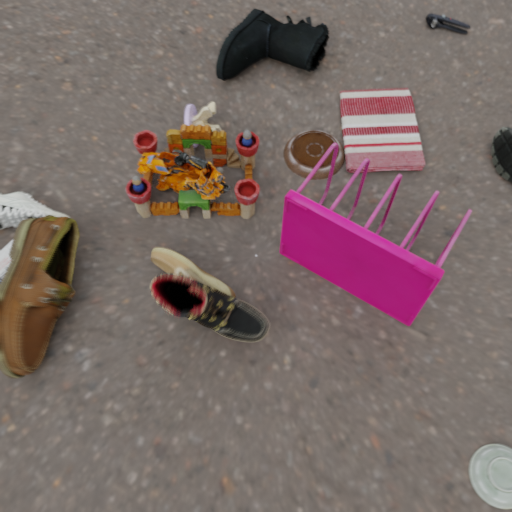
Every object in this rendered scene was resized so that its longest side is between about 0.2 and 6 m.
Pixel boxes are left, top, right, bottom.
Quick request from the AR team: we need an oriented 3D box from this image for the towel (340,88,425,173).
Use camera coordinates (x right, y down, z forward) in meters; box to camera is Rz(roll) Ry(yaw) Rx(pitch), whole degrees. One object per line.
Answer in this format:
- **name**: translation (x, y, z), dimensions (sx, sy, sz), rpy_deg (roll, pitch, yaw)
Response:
- **towel**: translation (2.838, -2.900, 12.873), dimensions (1.720, 0.272, 2.388), rpy_deg (-1, 60, 2)

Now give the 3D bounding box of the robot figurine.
- **robot figurine**: translation (-1.451, -1.611, 11.394), dimensions (1.910, 1.385, 0.556), rpy_deg (14, 72, 36)

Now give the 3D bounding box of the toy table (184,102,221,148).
- **toy table**: translation (-1.202, -2.964, 12.584), dimensions (0.620, 0.973, 1.058), rpy_deg (-8, 78, 14)

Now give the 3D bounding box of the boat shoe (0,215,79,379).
- **boat shoe**: translation (-3.954, 0.646, 10.236), dimensions (1.053, 1.114, 3.098), rpy_deg (-6, 70, 13)

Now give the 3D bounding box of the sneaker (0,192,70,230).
- **sneaker**: translation (-4.731, -0.929, 11.582), dimensions (2.018, 0.758, 0.818), rpy_deg (11, 54, 5)

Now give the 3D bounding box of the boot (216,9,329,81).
- **boot**: translation (0.460, -4.958, 13.599), dimensions (2.107, 0.952, 2.572), rpy_deg (23, 60, 12)

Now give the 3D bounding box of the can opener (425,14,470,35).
- **can opener**: translation (4.948, -6.012, 14.467), dimensions (1.167, 0.370, 0.459), rpy_deg (19, 63, 11)

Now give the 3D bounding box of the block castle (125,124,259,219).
- **block castle**: translation (-1.256, -1.785, 11.698), dimensions (2.671, 1.253, 1.785), rpy_deg (1, 61, 1)

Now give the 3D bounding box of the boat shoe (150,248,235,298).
- **boat shoe**: translation (-1.339, 0.486, 10.803), dimensions (1.919, 0.684, 0.619), rpy_deg (30, 70, 17)

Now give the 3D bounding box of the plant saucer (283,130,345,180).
- **plant saucer**: translation (1.313, -2.330, 12.585), dimensions (1.399, 0.224, 1.399), rpy_deg (0, 62, 1)

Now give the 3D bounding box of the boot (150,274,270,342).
- **boot**: translation (-0.799, 0.891, 9.609), dimensions (2.037, 1.534, 0.745), rpy_deg (27, 86, 11)

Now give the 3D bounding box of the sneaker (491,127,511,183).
- **sneaker**: translation (5.918, -1.807, 12.077), dimensions (0.909, 0.865, 2.295), rpy_deg (-12, 67, -23)

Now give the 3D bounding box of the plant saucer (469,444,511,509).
- **plant saucer**: translation (4.108, 3.658, 9.348), dimensions (1.032, 0.259, 1.032), rpy_deg (0, 61, 0)

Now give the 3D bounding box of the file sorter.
- **file sorter**: translation (2.196, -0.487, 10.571), dimensions (2.937, 2.041, 1.842), rpy_deg (30, 64, 15)

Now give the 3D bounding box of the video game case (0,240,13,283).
- **video game case**: translation (-4.740, 0.383, 11.096), dimensions (1.264, 0.250, 1.395), rpy_deg (32, 67, 17)
